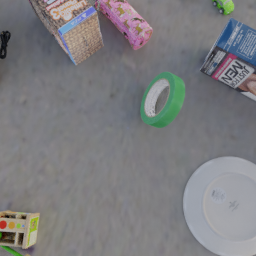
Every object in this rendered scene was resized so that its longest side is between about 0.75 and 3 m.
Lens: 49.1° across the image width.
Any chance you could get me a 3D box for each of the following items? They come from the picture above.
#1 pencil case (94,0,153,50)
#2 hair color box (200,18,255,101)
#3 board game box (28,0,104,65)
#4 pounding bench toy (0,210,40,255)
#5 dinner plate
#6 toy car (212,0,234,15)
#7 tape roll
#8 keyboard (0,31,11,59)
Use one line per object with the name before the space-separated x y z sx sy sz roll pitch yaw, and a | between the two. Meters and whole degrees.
pencil case | -0.122 -3.048 7.785 0.806 0.771 1.863 -41 82 -5
hair color box | 3.465 -1.368 7.039 2.971 1.486 0.899 29 80 6
board game box | -1.699 -2.983 7.318 0.993 1.635 2.051 -37 80 -7
pounding bench toy | -2.704 2.582 6.580 0.902 0.718 1.157 4 78 1
dinner plate | 2.628 1.931 6.961 2.477 0.300 2.477 0 76 1
toy car | 2.553 -4.011 8.192 1.654 0.369 1.557 -36 80 -7
tape roll | 0.832 -0.699 6.971 0.332 1.380 1.380 20 77 -26
keyboard | -3.764 -2.230 7.537 1.282 0.274 2.134 2 98 5
